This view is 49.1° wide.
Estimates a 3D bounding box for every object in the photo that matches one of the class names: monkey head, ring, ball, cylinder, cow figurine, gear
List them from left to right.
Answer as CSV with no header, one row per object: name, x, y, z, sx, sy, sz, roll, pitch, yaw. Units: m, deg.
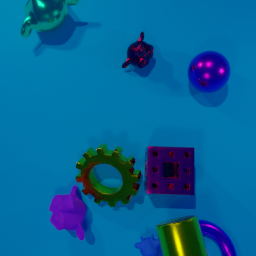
monkey head,-2.513,-3.573,8.171,1.990,1.432,1.199,-33,65,3
monkey head,-1.485,2.159,7.444,1.113,0.932,1.547,-41,51,34
gear,-0.545,1.306,7.592,1.777,0.329,1.777,6,113,14
monkey head,0.270,-2.247,8.228,0.755,0.901,1.253,33,95,25
cow figurine,0.616,3.489,7.011,0.742,1.353,1.331,-11,101,1
cylinder,1.252,2.660,6.528,1.011,1.011,1.011,-13,76,-2
ring,1.991,3.458,7.495,1.928,0.386,1.928,3,65,-6
ball,2.309,-1.603,8.022,1.187,1.187,1.187,0,82,0

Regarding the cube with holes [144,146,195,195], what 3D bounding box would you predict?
cube with holes,1.084,1.146,7.645,1.193,1.193,1.193,2,82,0
